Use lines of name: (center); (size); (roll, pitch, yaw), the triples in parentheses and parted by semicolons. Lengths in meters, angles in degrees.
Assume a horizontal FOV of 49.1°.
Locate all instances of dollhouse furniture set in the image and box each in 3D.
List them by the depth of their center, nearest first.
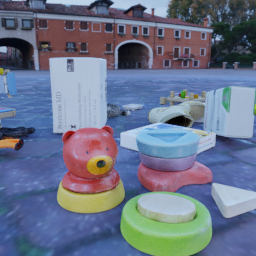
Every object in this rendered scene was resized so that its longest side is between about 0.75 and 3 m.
dollhouse furniture set: (-5.850, -1.467, 11.736); (1.937, 2.051, 1.339); (7, 15, 29)

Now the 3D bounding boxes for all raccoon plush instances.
raccoon plush: (-0.490, -0.679, 11.750); (1.225, 0.593, 0.821); (-1, 21, -4)

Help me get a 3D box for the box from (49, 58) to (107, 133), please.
box: (-1.613, -1.221, 9.841); (1.594, 2.426, 2.439); (0, 13, 1)

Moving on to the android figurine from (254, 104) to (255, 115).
android figurine: (5.625, -0.889, 13.038); (1.492, 0.337, 1.639); (-10, 18, -34)

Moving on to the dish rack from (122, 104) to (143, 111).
dish rack: (0.234, -1.019, 13.839); (0.787, 0.200, 0.917); (11, 17, 36)

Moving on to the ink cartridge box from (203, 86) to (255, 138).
ink cartridge box: (2.943, -0.461, 8.331); (0.780, 1.376, 1.878); (3, 3, -3)

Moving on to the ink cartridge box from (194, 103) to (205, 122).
ink cartridge box: (3.025, -0.633, 11.273); (1.907, 0.636, 1.105); (4, 14, 17)

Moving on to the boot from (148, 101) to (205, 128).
boot: (1.993, -0.373, 9.819); (2.260, 0.814, 1.747); (-8, 14, -9)

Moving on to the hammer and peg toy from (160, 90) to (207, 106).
hammer and peg toy: (2.931, -1.608, 14.931); (1.722, 0.825, 2.341); (-12, 18, -42)

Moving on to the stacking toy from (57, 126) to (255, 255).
stacking toy: (0.542, 0.610, 4.726); (2.984, 1.261, 2.702); (-11, 17, -37)

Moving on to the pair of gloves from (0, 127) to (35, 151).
pair of gloves: (-4.040, 0.372, 7.736); (2.561, 0.355, 2.875); (-3, 11, -7)

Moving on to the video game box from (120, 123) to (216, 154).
video game box: (1.091, 0.316, 7.717); (1.972, 0.462, 1.797); (12, 20, 41)
